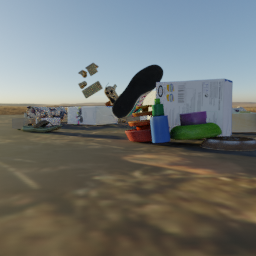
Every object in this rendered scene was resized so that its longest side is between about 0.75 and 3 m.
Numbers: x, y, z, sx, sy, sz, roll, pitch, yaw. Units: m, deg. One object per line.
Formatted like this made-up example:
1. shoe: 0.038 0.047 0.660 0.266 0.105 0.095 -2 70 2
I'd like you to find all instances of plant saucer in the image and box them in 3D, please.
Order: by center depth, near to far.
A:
1. plant saucer: 2.058 0.294 5.614 1.185 0.190 1.185 0 5 0

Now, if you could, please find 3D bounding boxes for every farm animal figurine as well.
1. farm animal figurine: -0.277 -1.546 16.788 2.440 1.971 1.227 10 28 10

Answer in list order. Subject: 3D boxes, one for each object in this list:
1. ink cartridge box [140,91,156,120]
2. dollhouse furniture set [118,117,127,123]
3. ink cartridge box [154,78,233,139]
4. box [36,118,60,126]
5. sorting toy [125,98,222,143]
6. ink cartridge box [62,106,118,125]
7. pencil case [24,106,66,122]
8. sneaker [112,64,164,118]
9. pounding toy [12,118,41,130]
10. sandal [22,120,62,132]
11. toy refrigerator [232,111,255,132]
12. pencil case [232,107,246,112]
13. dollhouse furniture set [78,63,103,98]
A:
1. ink cartridge box: 1.744 -0.757 11.560 2.050 1.497 1.504 -2 6 -29
2. dollhouse furniture set: -0.983 -0.839 17.151 1.897 0.988 1.917 2 4 34
3. ink cartridge box: 1.562 -0.503 7.500 2.217 1.513 0.846 3 3 32
4. box: -3.818 -0.291 13.354 0.357 0.382 1.845 0 5 14
5. sorting toy: 0.872 -0.197 6.162 2.191 0.899 1.316 -5 3 28
6. ink cartridge box: -2.054 -0.664 14.705 2.761 0.937 1.590 3 5 41
7. pencil case: -4.948 -0.839 17.066 1.153 1.003 2.578 17 13 31
8. sneaker: 0.399 -1.269 10.238 0.963 2.303 1.391 45 5 2
9. pounding toy: -3.636 -0.146 10.447 0.973 0.445 0.855 2 4 25
10. sandal: -2.975 -0.072 9.569 1.426 0.407 0.566 1 4 10
11. toy refrigerator: 3.287 -0.239 9.535 2.042 0.714 0.775 0 6 -3
12. pencil case: 5.056 -0.616 14.072 2.387 0.929 1.068 -4 20 -42
13. dollhouse furniture set: -1.427 -1.841 11.117 0.972 1.022 0.833 -30 0 8
